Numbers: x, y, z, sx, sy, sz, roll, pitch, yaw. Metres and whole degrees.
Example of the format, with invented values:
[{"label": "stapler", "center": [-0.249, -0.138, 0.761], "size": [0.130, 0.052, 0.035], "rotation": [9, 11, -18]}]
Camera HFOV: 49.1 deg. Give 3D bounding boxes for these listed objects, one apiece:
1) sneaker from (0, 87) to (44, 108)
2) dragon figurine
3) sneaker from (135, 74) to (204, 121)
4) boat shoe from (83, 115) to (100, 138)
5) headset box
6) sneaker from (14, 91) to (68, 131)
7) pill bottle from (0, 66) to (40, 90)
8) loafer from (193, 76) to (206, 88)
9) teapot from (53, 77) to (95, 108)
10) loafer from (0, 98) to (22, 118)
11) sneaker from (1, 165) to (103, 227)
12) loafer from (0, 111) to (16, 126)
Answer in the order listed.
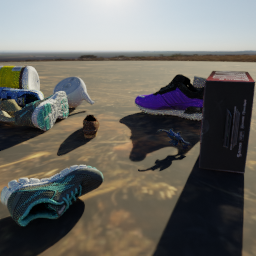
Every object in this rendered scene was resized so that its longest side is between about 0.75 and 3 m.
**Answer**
[{"label": "sneaker", "center": [-4.217, -1.068, 10.343], "size": [2.215, 0.819, 0.911], "rotation": [-8, 20, -22]}, {"label": "dragon figurine", "center": [1.054, 0.230, 6.330], "size": [0.792, 0.233, 0.394], "rotation": [21, 31, -22]}, {"label": "sneaker", "center": [1.537, -1.146, 9.509], "size": [2.804, 1.395, 0.975], "rotation": [11, 20, 30]}, {"label": "boat shoe", "center": [-1.014, -0.134, 7.723], "size": [0.474, 0.474, 1.347], "rotation": [-5, 16, -9]}, {"label": "headset box", "center": [2.039, -0.239, 5.835], "size": [0.891, 1.716, 2.306], "rotation": [5, 16, 18]}, {"label": "sneaker", "center": [-2.608, -0.591, 8.608], "size": [1.104, 0.939, 2.421], "rotation": [-1, 14, 10]}, {"label": "pill bottle", "center": [-5.260, -1.844, 11.739], "size": [2.724, 1.488, 1.488], "rotation": [1, 16, 3]}, {"label": "loafer", "center": [4.655, -2.612, 15.811], "size": [1.983, 0.692, 0.693], "rotation": [7, 18, 22]}, {"label": "teapot", "center": [-2.158, -1.245, 10.739], "size": [1.335, 0.988, 1.353], "rotation": [-27, 45, -4]}, {"label": "loafer", "center": [-3.973, -0.664, 9.383], "size": [1.613, 0.544, 0.613], "rotation": [15, 22, 41]}, {"label": "sneaker", "center": [-0.979, 0.992, 3.986], "size": [1.463, 0.568, 0.667], "rotation": [-13, 36, -26]}, {"label": "loafer", "center": [-3.660, -0.314, 8.263], "size": [1.034, 0.353, 0.391], "rotation": [9, -17, 17]}]
